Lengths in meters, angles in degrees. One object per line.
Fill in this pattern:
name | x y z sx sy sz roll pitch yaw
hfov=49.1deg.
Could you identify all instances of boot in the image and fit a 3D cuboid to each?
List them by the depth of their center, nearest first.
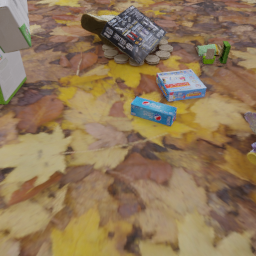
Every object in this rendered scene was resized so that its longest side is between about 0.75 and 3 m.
boot | -0.590 -4.365 12.357 2.497 0.900 1.931 35 36 24

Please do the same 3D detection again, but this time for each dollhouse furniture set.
dollhouse furniture set | 3.368 -3.244 11.234 0.970 0.743 1.480 0 40 0

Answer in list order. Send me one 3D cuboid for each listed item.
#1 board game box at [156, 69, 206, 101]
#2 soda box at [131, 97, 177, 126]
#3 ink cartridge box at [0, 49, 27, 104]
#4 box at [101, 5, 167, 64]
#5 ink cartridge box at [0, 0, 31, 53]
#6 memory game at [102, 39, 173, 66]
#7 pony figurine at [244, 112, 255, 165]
board game box | 1.744 -1.453 9.375 1.291 0.361 1.264 -8 41 -10
soda box | 0.740 -0.492 8.175 1.289 0.413 0.437 18 43 20
ink cartridge box | -4.075 -2.114 8.698 0.846 2.235 1.652 4 40 5
box | 0.315 -3.746 11.036 1.876 0.592 2.379 37 45 -3
ink cartridge box | -2.243 -2.226 5.082 0.569 0.986 1.350 -14 64 -1
memory game | 0.392 -3.337 11.787 2.996 0.191 2.996 0 40 0
pony figurine | 3.727 0.358 6.375 2.343 1.951 2.262 -29 80 -35
